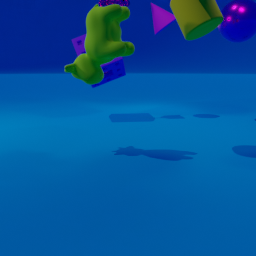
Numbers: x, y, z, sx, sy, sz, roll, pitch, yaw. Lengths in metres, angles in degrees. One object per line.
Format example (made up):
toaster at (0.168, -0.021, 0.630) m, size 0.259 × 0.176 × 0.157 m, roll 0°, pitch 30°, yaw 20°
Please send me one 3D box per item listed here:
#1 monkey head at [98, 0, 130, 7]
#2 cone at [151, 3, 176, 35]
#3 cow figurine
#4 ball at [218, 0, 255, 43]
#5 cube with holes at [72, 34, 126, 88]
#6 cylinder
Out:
monkey head at (-0.386, -4.414, 9.549) m, size 1.223 × 0.880 × 0.737 m, roll -25°, pitch 35°, yaw -34°
cone at (1.093, -4.037, 9.974) m, size 0.977 × 0.980 × 0.977 m, roll -35°, pitch 9°, yaw 6°
cow figurine at (-0.643, -1.644, 5.603) m, size 1.479 × 1.503 × 0.825 m, roll -1°, pitch 15°, yaw 25°
ball at (3.598, -3.447, 9.033) m, size 1.350 × 1.350 × 1.350 m, roll 0°, pitch 12°, yaw 0°
cube with holes at (-1.003, -2.515, 10.101) m, size 1.372 × 1.372 × 1.372 m, roll -22°, pitch -13°, yaw -1°
cylinder at (1.345, -2.285, 5.525) m, size 0.795 × 0.795 × 0.795 m, roll -23°, pitch -5°, yaw -2°
